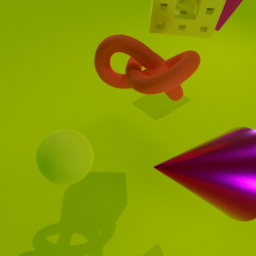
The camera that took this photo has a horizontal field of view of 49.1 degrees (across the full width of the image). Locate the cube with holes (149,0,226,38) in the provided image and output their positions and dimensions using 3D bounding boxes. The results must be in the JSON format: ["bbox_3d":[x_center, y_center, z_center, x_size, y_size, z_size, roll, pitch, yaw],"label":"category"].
[{"bbox_3d":[0.961,-2.313,4.610,1.075,1.075,1.075,5,62,0],"label":"cube with holes"}]

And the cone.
[{"bbox_3d":[0.999,0.596,3.964,1.389,1.384,1.384,6,41,-18],"label":"cone"}]

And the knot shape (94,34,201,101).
[{"bbox_3d":[0.389,-0.852,4.160,1.605,0.742,1.502,8,8,-30],"label":"knot shape"}]

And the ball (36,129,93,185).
[{"bbox_3d":[-0.938,0.433,4.195,0.835,0.835,0.835,0,43,0],"label":"ball"}]

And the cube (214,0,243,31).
[{"bbox_3d":[2.341,-3.694,7.871,1.156,1.156,1.156,42,98,32],"label":"cube"}]
